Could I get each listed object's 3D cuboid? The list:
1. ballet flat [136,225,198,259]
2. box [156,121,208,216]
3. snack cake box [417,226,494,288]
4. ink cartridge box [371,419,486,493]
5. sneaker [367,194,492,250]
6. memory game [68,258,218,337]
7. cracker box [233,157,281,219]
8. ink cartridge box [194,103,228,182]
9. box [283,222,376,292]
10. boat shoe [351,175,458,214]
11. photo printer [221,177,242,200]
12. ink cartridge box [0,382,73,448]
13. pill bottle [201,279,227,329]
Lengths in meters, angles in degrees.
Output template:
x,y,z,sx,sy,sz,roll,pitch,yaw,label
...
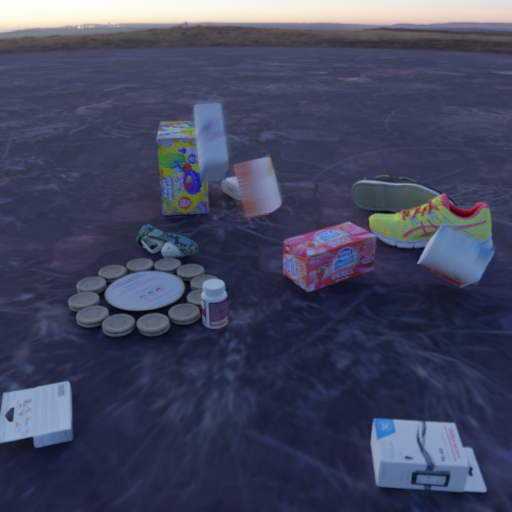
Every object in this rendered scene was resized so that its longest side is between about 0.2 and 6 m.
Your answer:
x,y,z,sx,sy,sz,roll,pitch,yaw,label
-1.896,-0.202,11.671,1.563,0.580,0.580,18,31,35,ballet flat
-1.821,-2.235,14.043,1.164,1.909,1.839,-2,26,-5,box
3.410,0.050,9.727,0.931,0.544,1.619,29,-2,12,snack cake box
2.009,2.323,6.548,1.231,0.417,0.714,2,26,4,ink cartridge box
3.717,-0.803,11.995,2.619,1.183,1.024,5,28,13,sneaker
-2.008,0.687,10.129,2.695,0.172,2.695,0,27,0,memory game
0.061,-1.472,11.878,0.484,1.125,1.679,-11,8,14,cracker box
-0.842,-2.082,10.321,0.502,1.186,0.857,-5,-15,-7,ink cartridge box
1.420,-0.014,10.840,1.659,0.785,0.851,-15,30,-28,box
3.638,-1.419,13.452,2.747,0.979,0.827,21,37,40,boat shoe
-0.204,-1.861,14.989,1.177,0.409,0.979,-14,29,-27,photo printer
-2.847,2.080,7.273,0.855,0.215,0.985,-9,28,-15,ink cartridge box
-0.691,0.790,9.272,0.423,0.742,0.423,0,26,0,pill bottle
